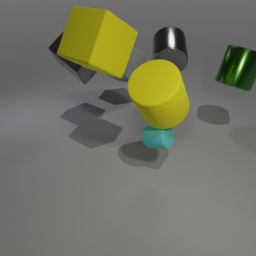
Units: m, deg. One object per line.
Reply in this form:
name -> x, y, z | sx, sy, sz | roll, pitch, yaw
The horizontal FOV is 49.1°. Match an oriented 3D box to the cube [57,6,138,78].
cube -> -0.841, -2.365, 7.815 | 1.400, 1.400, 1.400 | 24, 6, 35

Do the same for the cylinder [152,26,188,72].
cylinder -> 1.705, -3.146, 11.449 | 1.400, 1.400, 1.400 | 1, 54, 3

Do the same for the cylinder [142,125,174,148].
cylinder -> 0.898, 0.244, 8.398 | 0.700, 0.700, 0.700 | 0, 23, 38

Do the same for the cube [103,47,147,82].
cube -> -0.243, -3.009, 13.033 | 1.400, 1.400, 1.400 | 18, 0, 45

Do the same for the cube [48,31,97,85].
cube -> -1.716, -2.681, 10.104 | 1.400, 1.400, 1.400 | 41, -4, 7

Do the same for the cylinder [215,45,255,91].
cylinder -> 4.215, -2.261, 10.619 | 1.400, 1.400, 1.400 | 16, 16, -5

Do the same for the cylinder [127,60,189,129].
cylinder -> 0.860, -0.878, 7.608 | 1.400, 1.400, 1.400 | -9, 62, 18
